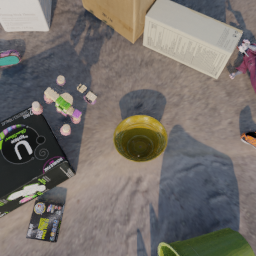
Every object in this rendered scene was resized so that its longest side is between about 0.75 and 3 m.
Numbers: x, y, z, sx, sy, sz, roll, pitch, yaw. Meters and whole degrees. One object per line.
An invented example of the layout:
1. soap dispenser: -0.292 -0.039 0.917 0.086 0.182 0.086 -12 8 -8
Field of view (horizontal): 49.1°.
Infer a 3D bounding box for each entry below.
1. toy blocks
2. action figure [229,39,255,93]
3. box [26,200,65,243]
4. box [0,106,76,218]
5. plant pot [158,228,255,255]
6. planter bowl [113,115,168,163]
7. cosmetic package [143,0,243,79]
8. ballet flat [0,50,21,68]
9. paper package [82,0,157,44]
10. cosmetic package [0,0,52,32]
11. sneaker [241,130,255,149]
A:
1. toy blocks: -1.697 -0.590 7.479 1.213 1.092 1.298 38 75 -5
2. action figure: 4.189 -2.075 9.004 1.517 1.365 2.037 -9 64 -14
3. box: -2.282 2.585 7.782 0.824 0.228 1.029 8 69 3
4. box: -3.106 0.985 7.661 2.608 1.621 1.937 -30 71 -12
5. plant pot: 2.015 3.359 6.780 1.849 1.947 1.947 -17 69 -20
6. planter bowl: 0.369 0.432 8.340 1.580 0.658 1.580 -1 59 2
7. cosmetic package: 2.021 -2.949 9.263 2.897 1.500 1.059 29 71 10
8. ballet flat: -4.529 -2.340 9.584 1.650 0.570 0.587 -16 51 -11
9. paper package: -0.336 -4.626 9.355 2.625 2.502 1.358 38 73 14
10. cosmetic package: -3.696 -4.626 9.631 1.666 1.991 1.656 -1 69 -1
11. sneaker: 3.944 0.382 8.472 0.958 0.537 0.372 20 70 8
